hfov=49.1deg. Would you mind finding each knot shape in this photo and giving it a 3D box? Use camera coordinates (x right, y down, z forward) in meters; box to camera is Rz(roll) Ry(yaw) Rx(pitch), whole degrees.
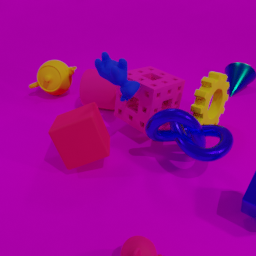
[{"bbox_3d":[1.286,0.088,6.566,1.829,0.903,1.955,19,5,-22],"label":"knot shape"}]

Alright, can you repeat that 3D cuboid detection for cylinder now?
[{"bbox_3d":[-0.766,-1.232,8.990,1.210,1.210,1.210,9,36,14],"label":"cylinder"}]

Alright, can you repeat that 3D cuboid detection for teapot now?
[{"bbox_3d":[-2.505,-1.725,9.543,1.950,1.212,0.955,-18,9,14],"label":"teapot"}]

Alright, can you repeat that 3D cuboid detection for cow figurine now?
[{"bbox_3d":[-0.248,-1.177,6.651,1.095,1.077,0.601,28,64,22],"label":"cow figurine"}]

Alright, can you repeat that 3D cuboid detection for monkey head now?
[{"bbox_3d":[0.159,2.169,4.453,0.695,1.153,0.829,30,70,3],"label":"monkey head"}]

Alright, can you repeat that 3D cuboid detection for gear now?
[{"bbox_3d":[2.240,-0.691,7.600,0.299,1.614,1.614,22,40,36],"label":"gear"}]

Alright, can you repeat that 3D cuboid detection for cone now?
[{"bbox_3d":[3.850,-1.545,10.045,1.134,1.134,1.138,19,65,25],"label":"cone"}]

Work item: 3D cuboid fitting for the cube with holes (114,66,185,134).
[{"bbox_3d":[0.564,-0.813,7.699,1.277,1.277,1.277,-22,41,-40],"label":"cube with holes"}]

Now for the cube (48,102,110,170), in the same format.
[{"bbox_3d":[-1.104,0.166,6.705,1.062,1.062,1.062,-20,22,5],"label":"cube"}]

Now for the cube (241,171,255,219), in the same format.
[{"bbox_3d":[2.644,1.337,5.297,0.731,0.731,0.731,23,67,31],"label":"cube"}]
